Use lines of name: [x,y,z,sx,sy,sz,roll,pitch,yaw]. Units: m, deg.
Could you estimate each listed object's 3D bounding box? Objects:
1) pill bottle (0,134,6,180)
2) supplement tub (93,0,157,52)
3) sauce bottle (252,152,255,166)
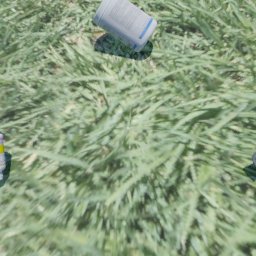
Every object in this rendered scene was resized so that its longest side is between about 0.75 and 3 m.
pill bottle: [-2.912,0.629,5.995,0.508,0.508,0.975,-4,93,-3]
supplement tub: [-0.078,-3.210,8.513,1.683,1.110,1.110,32,55,-11]
sauce bottle: [3.545,0.416,6.262,1.880,0.621,0.621,-22,55,-26]
